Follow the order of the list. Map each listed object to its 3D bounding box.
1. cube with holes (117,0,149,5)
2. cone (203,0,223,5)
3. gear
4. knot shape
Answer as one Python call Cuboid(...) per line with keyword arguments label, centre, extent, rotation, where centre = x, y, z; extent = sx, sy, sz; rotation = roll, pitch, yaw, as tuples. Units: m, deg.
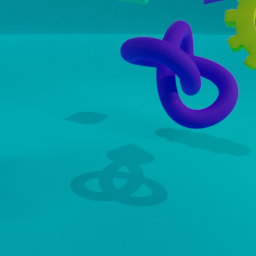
Cuboid(label="cube with holes", centre=(0.183, -3.312, 6.091), extent=(0.796, 0.796, 0.796), rotation=(22, 60, 27))
Cuboid(label="cone", centre=(1.336, -2.141, 4.199), extent=(0.988, 0.988, 0.992), rotation=(-3, -8, -7))
Cuboid(label="gear", centre=(2.837, -1.982, 4.980), extent=(2.069, 2.069, 0.383), rotation=(10, 9, 26))
Cuboid(label="knot shape", centre=(0.583, -0.782, 3.555), extent=(1.459, 0.720, 1.559), rotation=(16, 45, -33))
